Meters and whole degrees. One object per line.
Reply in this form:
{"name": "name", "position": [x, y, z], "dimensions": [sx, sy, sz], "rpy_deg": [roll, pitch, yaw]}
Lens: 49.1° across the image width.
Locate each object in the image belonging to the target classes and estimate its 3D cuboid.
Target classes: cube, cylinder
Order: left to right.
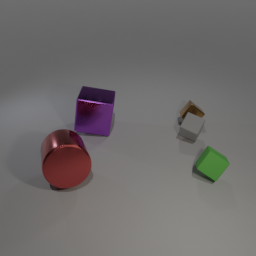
{"name": "cylinder", "position": [-1.929, 0.901, 8.587], "dimensions": [1.400, 1.400, 1.400], "rpy_deg": [-10, 21, -16]}
{"name": "cube", "position": [-1.308, -0.698, 11.228], "dimensions": [1.400, 1.400, 1.400], "rpy_deg": [9, 29, -4]}
{"name": "cube", "position": [2.655, -0.612, 11.663], "dimensions": [0.700, 0.700, 0.700], "rpy_deg": [36, 19, -9]}
{"name": "cube", "position": [2.403, -0.037, 10.546], "dimensions": [0.700, 0.700, 0.700], "rpy_deg": [26, 71, 17]}
{"name": "cube", "position": [2.610, 1.088, 8.709], "dimensions": [0.700, 0.700, 0.700], "rpy_deg": [33, 15, 3]}
